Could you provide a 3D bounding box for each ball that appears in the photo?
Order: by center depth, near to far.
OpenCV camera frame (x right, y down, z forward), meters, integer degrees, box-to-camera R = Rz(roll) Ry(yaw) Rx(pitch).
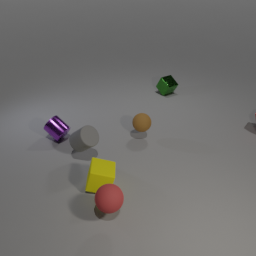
[{"bbox_3d":[-0.450,1.691,6.731,0.700,0.700,0.700,0,29,0],"label":"ball"},{"bbox_3d":[0.509,-0.200,10.271,0.700,0.700,0.700,0,29,0],"label":"ball"}]

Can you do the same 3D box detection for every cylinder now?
[{"bbox_3d":[-1.391,0.343,8.911,0.700,0.700,0.700,-26,6,44],"label":"cylinder"},{"bbox_3d":[-2.605,0.014,10.294,0.700,0.700,0.700,42,37,1],"label":"cylinder"}]

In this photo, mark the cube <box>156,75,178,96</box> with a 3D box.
[{"bbox_3d":[1.980,-2.158,14.227,0.700,0.700,0.700,-20,66,-32],"label":"cube"}]

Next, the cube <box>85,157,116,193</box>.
[{"bbox_3d":[-0.778,1.369,7.970,0.700,0.700,0.700,13,30,-9],"label":"cube"}]
